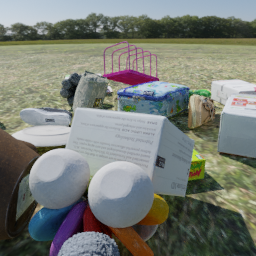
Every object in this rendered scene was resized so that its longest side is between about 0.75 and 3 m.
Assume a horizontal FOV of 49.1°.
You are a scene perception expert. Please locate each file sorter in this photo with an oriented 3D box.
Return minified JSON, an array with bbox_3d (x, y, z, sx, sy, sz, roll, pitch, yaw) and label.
[{"bbox_3d":[0.175,-3.212,14.265,1.744,1.574,2.510,-4,-4,39],"label":"file sorter"}]

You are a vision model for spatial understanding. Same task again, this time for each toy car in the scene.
[{"bbox_3d":[-0.543,1.404,4.218,2.144,1.877,1.608,10,61,18],"label":"toy car"}]

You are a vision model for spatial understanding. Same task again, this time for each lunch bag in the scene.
[{"bbox_3d":[-1.419,-1.187,10.382,1.081,1.508,1.839,18,18,-11],"label":"lunch bag"},{"bbox_3d":[1.016,-1.176,11.323,2.235,1.147,2.781,14,23,37],"label":"lunch bag"}]

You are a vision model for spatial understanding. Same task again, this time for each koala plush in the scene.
[{"bbox_3d":[-0.872,1.991,2.568,1.921,1.766,1.704,-15,22,-4],"label":"koala plush"}]

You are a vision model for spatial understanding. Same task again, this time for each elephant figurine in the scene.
[{"bbox_3d":[-2.060,-1.896,12.750,1.559,1.709,2.203,-39,7,17],"label":"elephant figurine"}]

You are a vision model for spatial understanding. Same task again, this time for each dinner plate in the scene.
[{"bbox_3d":[-2.412,0.176,8.481,2.266,0.275,2.266,2,10,0],"label":"dinner plate"}]

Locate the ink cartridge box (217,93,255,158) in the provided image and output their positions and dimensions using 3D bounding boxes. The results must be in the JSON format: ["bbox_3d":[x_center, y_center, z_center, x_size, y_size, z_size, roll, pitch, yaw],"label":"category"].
[{"bbox_3d":[4.367,-0.071,8.204,2.980,1.249,2.616,9,23,23],"label":"ink cartridge box"}]

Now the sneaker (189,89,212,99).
[{"bbox_3d":[2.896,-1.441,12.660,1.740,0.644,0.727,8,16,35],"label":"sneaker"}]

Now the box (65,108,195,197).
[{"bbox_3d":[0.085,0.517,5.488,1.904,1.245,1.894,8,-10,29],"label":"box"}]

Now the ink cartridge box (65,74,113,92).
[{"bbox_3d":[-2.075,-2.372,14.863,2.403,0.809,1.407,-4,21,-10],"label":"ink cartridge box"}]

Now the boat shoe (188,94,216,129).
[{"bbox_3d":[2.716,-0.697,10.194,0.927,1.024,2.872,6,20,16],"label":"boat shoe"}]

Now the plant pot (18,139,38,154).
[{"bbox_3d":[-2.797,0.712,6.536,1.223,1.223,1.308,11,9,26],"label":"plant pot"}]

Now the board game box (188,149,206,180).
[{"bbox_3d":[0.989,0.634,7.395,1.120,0.525,2.204,-5,21,-13],"label":"board game box"}]

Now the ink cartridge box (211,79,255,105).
[{"bbox_3d":[4.935,-1.514,12.514,1.557,0.880,2.126,-5,22,-14],"label":"ink cartridge box"}]

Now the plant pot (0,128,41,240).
[{"bbox_3d":[-3.029,0.748,4.674,2.924,2.733,2.733,13,22,3],"label":"plant pot"}]

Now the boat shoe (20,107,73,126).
[{"bbox_3d":[-2.884,-0.460,10.001,1.813,0.650,0.615,3,29,2],"label":"boat shoe"}]
